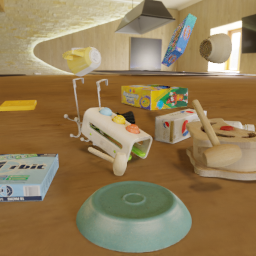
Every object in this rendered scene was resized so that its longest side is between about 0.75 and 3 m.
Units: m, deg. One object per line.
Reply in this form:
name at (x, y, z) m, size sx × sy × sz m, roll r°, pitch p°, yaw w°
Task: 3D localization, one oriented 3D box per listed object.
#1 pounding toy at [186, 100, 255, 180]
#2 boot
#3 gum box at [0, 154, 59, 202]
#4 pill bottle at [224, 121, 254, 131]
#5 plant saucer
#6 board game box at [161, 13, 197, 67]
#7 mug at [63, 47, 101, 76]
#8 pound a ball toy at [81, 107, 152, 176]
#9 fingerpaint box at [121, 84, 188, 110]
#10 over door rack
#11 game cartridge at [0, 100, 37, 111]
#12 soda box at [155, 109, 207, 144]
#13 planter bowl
pounding toy at (2.146, 0.113, 5.966) m, size 1.580 × 1.585 × 2.762 m, roll -4°, pitch 14°, yaw 4°
boot at (-0.423, -0.227, 8.584) m, size 1.349 × 0.679 × 1.804 m, roll -1°, pitch -5°, yaw -5°
gum box at (-2.129, 0.896, 5.377) m, size 1.306 × 0.342 × 1.537 m, roll -1°, pitch 14°, yaw -3°
pill bottle at (2.862, 0.139, 7.822) m, size 1.174 × 0.671 × 0.671 m, roll 4°, pitch 14°, yaw 17°
plant saucer at (0.087, 1.191, 4.253) m, size 1.739 × 0.313 × 1.739 m, roll 0°, pitch 14°, yaw 0°
board game box at (1.862, -3.198, 10.321) m, size 0.361 × 1.607 × 1.222 m, roll 25°, pitch -16°, yaw -10°
mug at (-1.617, -2.467, 10.312) m, size 1.040 × 1.015 × 1.267 m, roll -5°, pitch 23°, yaw 43°
pound a ball toy at (-0.354, 0.168, 6.545) m, size 1.963 × 0.834 × 1.280 m, roll 32°, pitch 26°, yaw 36°
fingerpaint box at (1.327, -1.707, 14.721) m, size 2.331 × 1.025 × 2.794 m, roll -8°, pitch 16°, yaw -30°
over door rack at (-1.239, -0.503, 7.957) m, size 0.613 × 1.841 × 1.360 m, roll -5°, pitch 14°, yaw -41°
game cartridge at (-5.420, -1.111, 13.940) m, size 1.558 × 0.287 × 1.768 m, roll -3°, pitch 16°, yaw -13°
soda box at (1.687, -0.106, 8.744) m, size 0.666 × 0.713 × 2.093 m, roll 11°, pitch 17°, yaw 39°
planter bowl at (3.638, -3.397, 11.982) m, size 0.890 × 1.323 × 1.323 m, roll -8°, pitch 16°, yaw -27°
